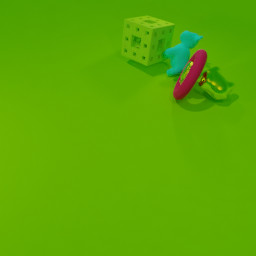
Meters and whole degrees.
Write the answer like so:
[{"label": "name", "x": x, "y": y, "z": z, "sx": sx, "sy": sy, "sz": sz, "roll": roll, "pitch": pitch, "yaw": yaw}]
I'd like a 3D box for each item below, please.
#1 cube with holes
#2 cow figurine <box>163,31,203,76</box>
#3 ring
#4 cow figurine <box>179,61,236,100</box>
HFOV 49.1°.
[{"label": "cube with holes", "x": 0.725, "y": -3.303, "z": 10.500, "sx": 1.329, "sy": 1.329, "sz": 1.329, "roll": 32, "pitch": 41, "yaw": 31}, {"label": "cow figurine", "x": 2.065, "y": -2.717, "z": 10.259, "sx": 1.510, "sy": 1.535, "sz": 0.842, "roll": -14, "pitch": 6, "yaw": -5}, {"label": "ring", "x": 2.019, "y": -1.739, "z": 9.201, "sx": 0.360, "sy": 1.801, "sz": 1.801, "roll": 28, "pitch": 52, "yaw": -3}, {"label": "cow figurine", "x": 2.600, "y": -1.531, "z": 9.330, "sx": 1.628, "sy": 0.908, "sz": 1.655, "roll": -22, "pitch": 65, "yaw": -39}]
